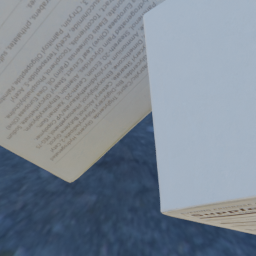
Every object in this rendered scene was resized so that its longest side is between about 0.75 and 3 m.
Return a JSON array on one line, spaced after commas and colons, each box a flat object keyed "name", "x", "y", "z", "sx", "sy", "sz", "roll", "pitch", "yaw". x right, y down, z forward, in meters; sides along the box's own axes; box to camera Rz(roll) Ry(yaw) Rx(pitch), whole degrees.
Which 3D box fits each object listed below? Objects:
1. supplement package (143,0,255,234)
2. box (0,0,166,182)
[{"name": "supplement package", "x": 1.230, "y": 0.025, "z": 1.966, "sx": 1.223, "sy": 2.233, "sz": 1.270, "roll": -20, "pitch": 58, "yaw": 31}, {"name": "box", "x": -0.887, "y": -1.354, "z": 4.148, "sx": 2.773, "sy": 2.375, "sz": 2.759, "roll": -42, "pitch": 32, "yaw": 17}]
